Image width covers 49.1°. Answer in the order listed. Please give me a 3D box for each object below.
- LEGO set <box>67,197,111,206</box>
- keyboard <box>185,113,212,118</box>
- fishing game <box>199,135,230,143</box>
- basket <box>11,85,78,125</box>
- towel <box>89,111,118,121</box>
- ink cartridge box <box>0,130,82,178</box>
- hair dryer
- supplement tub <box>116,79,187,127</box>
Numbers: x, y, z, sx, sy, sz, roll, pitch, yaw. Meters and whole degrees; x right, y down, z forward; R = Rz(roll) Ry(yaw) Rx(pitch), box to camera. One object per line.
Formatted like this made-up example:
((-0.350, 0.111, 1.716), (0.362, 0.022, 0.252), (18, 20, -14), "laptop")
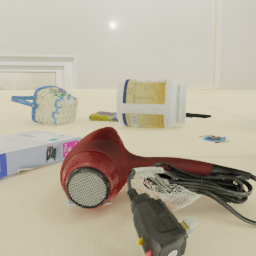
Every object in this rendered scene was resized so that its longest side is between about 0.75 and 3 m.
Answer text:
((-0.585, 0.870, 3.943), (0.564, 0.185, 0.756), (1, 8, -17), "LEGO set")
((2.772, -0.586, 12.432), (1.617, 0.167, 1.027), (8, 13, 43), "keyboard")
((2.364, 0.259, 7.622), (0.606, 0.132, 0.847), (-5, 11, -11), "fishing game")
((-3.015, -0.900, 10.504), (2.039, 1.418, 1.798), (12, 12, 18), "basket")
((-0.328, -0.500, 11.603), (2.312, 0.263, 1.660), (2, 9, 14), "towel")
((-2.254, 0.461, 5.351), (1.451, 0.510, 2.432), (7, 9, 35), "ink cartridge box")
((0.247, 0.663, 3.778), (2.273, 0.811, 2.984), (2, 19, -39), "hair dryer")
((0.843, -0.850, 9.586), (2.260, 1.632, 1.632), (3, 10, 11), "supplement tub")
